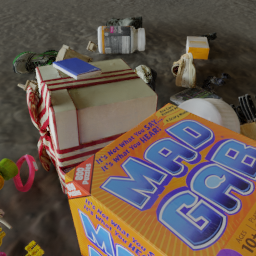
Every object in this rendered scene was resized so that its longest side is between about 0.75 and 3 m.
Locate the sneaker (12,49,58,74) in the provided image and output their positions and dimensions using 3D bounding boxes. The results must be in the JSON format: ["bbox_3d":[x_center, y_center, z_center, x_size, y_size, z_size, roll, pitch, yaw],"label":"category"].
[{"bbox_3d":[-3.747,-2.772,11.836,2.228,0.869,0.949,-24,44,-28],"label":"sneaker"}]

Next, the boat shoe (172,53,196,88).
[{"bbox_3d":[2.195,-2.382,11.275,0.865,0.922,2.501,-1,32,6],"label":"boat shoe"}]

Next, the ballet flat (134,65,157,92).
[{"bbox_3d":[0.618,-1.855,10.408,0.912,0.912,2.497,2,34,3],"label":"ballet flat"}]

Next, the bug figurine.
[{"bbox_3d":[-2.658,2.798,4.778,2.457,0.632,1.905,-33,42,-30],"label":"bug figurine"}]

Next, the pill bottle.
[{"bbox_3d":[-0.301,-4.212,13.384,2.188,1.273,1.273,-2,38,-2],"label":"pill bottle"}]

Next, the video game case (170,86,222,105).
[{"bbox_3d":[2.474,-1.057,10.173,1.414,0.165,1.286,-26,45,-30],"label":"video game case"}]

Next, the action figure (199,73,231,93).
[{"bbox_3d":[3.274,-1.673,10.605,0.741,0.636,1.246,-52,15,-15],"label":"action figure"}]

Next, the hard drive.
[{"bbox_3d":[-1.243,-1.464,6.814,0.703,0.135,1.065,-23,40,-36],"label":"hard drive"}]

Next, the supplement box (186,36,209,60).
[{"bbox_3d":[3.331,-3.875,13.510,0.972,0.567,1.543,5,38,7],"label":"supplement box"}]

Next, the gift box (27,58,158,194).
[{"bbox_3d":[-0.941,-0.148,6.950,2.706,2.674,2.898,-12,33,-18],"label":"gift box"}]

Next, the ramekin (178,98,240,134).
[{"bbox_3d":[1.747,0.039,6.709,0.777,1.594,1.594,4,25,-47],"label":"ramekin"}]

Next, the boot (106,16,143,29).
[{"bbox_3d":[-0.334,-5.521,15.496,1.958,1.015,2.997,2,30,11],"label":"boot"}]

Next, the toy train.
[{"bbox_3d":[-3.142,1.290,6.419,2.757,1.167,1.595,16,31,19],"label":"toy train"}]

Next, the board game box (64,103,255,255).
[{"bbox_3d":[0.882,1.588,4.749,2.553,2.552,2.551,29,47,32],"label":"board game box"}]

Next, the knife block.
[{"bbox_3d":[3.525,0.085,7.394,0.632,1.734,1.975,-19,41,-21],"label":"knife block"}]

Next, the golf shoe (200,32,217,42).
[{"bbox_3d":[4.122,-4.764,14.869,1.206,0.469,0.570,-17,22,-22],"label":"golf shoe"}]

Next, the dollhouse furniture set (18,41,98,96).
[{"bbox_3d":[-2.503,-2.269,9.829,1.186,2.429,2.072,27,8,30],"label":"dollhouse furniture set"}]

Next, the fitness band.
[{"bbox_3d":[-2.575,1.105,6.963,0.194,0.744,1.036,29,12,-43],"label":"fitness band"}]
